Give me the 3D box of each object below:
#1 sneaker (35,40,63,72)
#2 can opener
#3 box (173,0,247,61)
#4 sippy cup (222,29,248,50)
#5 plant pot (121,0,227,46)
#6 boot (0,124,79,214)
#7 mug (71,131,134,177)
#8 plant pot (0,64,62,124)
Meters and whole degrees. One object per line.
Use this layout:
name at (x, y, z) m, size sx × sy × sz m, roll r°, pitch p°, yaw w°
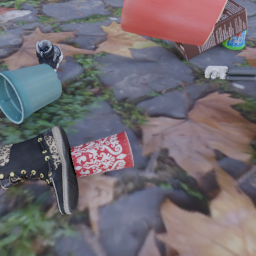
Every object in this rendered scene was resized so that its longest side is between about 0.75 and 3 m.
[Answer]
sneaker at (-2.862, -2.809, 10.238) m, size 0.701 × 1.056 × 1.856 m, roll 0°, pitch 44°, yaw 0°
can opener at (3.571, -1.974, 9.787) m, size 1.849 × 0.487 × 0.615 m, roll 4°, pitch 44°, yaw 4°
box at (3.068, -3.797, 10.750) m, size 2.568 × 0.962 × 1.286 m, roll -25°, pitch 46°, yaw 4°
sippy cup at (4.380, -3.787, 11.395) m, size 0.923 × 0.861 × 1.175 m, roll 12°, pitch 45°, yaw 12°
plant pot at (1.282, -3.433, 7.379) m, size 2.284 × 2.581 × 2.581 m, roll 22°, pitch 46°, yaw 0°
boot at (-2.073, 1.068, 6.408) m, size 1.628 × 0.791 × 2.162 m, roll -16°, pitch 65°, yaw -1°
mug at (-0.647, 0.704, 6.935) m, size 1.359 × 1.206 × 0.906 m, roll -14°, pitch 82°, yaw -8°
plant pot at (-2.920, -1.137, 8.312) m, size 1.555 × 1.555 × 1.523 m, roll 30°, pitch 43°, yaw 27°
